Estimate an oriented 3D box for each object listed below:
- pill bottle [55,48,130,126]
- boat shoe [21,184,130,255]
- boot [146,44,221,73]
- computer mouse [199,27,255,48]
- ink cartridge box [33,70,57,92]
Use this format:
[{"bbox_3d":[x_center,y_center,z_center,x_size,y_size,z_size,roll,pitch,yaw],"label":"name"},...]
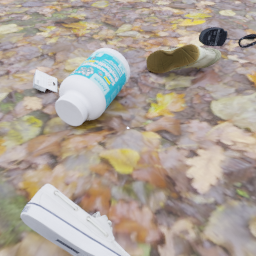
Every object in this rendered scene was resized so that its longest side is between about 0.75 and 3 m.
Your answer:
[{"bbox_3d":[-0.971,-1.109,7.677,1.316,1.316,2.376,16,46,18],"label":"pill bottle"},{"bbox_3d":[-0.568,1.613,4.246,2.079,0.748,0.683,34,50,-4],"label":"boat shoe"},{"bbox_3d":[1.875,-2.338,9.607,1.676,0.781,2.167,-12,7,-44],"label":"boot"},{"bbox_3d":[3.212,-2.880,8.904,2.041,0.598,0.347,1,34,-9],"label":"computer mouse"},{"bbox_3d":[-2.634,-1.446,8.936,0.725,0.182,0.835,23,33,-30],"label":"ink cartridge box"}]
